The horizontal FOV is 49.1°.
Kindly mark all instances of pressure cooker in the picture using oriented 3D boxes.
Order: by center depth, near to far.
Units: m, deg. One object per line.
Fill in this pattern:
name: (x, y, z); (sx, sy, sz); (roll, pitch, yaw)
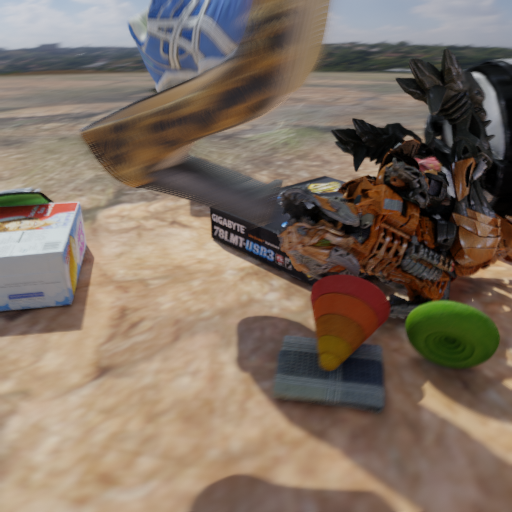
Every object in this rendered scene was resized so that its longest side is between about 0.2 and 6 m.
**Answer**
pressure cooker: (4.830, -2.119, 10.205); (3.388, 3.026, 2.979); (-5, -7, -4)

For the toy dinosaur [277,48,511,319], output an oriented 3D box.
toy dinosaur: (2.341, -0.648, 7.842); (2.370, 3.149, 4.640); (-21, -21, 39)

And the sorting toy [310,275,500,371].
sorting toy: (1.762, 1.063, 5.779); (2.766, 0.959, 0.953); (15, 48, 16)

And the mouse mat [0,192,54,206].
mouse mat: (-5.093, -0.729, 9.450); (3.166, 0.119, 2.547); (-10, 2, -13)

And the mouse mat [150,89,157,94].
mouse mat: (-1.465, -3.801, 12.520); (1.702, 0.064, 1.370); (-13, 9, 1)

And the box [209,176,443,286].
box: (1.225, -0.525, 9.588); (2.965, 0.737, 2.943); (-18, 28, -35)

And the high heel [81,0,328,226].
high heel: (-0.520, -1.678, 4.581); (1.942, 2.724, 0.972); (20, 30, 8)

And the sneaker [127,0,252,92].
sneaker: (-0.567, -2.713, 6.553); (1.287, 1.309, 3.399); (-47, 23, -28)

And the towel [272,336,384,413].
towel: (0.776, 1.253, 6.005); (1.162, 0.201, 1.119); (6, 26, 8)

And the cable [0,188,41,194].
cable: (-4.950, -1.046, 11.290); (1.078, 0.373, 1.078); (-3, 24, -7)

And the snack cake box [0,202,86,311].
snack cake box: (-3.381, -0.073, 8.330); (1.388, 0.811, 2.414); (-6, 23, -9)

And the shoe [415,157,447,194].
shoe: (3.827, -1.759, 12.141); (1.296, 1.018, 2.850); (7, 19, 29)
